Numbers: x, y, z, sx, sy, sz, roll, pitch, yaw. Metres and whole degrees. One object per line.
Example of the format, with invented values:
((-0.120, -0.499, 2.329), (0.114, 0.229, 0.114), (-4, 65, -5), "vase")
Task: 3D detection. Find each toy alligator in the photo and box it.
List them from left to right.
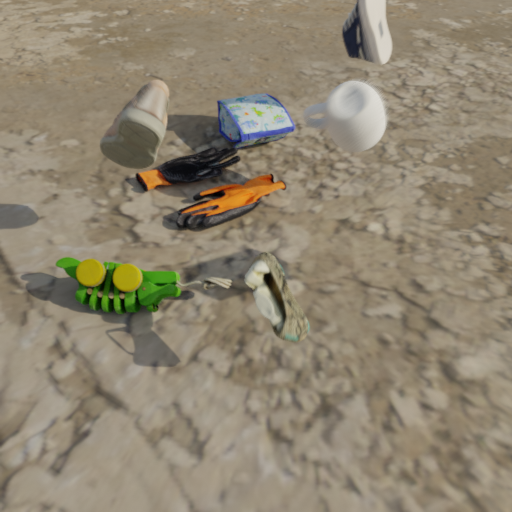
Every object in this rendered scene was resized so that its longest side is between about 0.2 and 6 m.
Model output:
((-2.016, 0.620, 9.634), (3.132, 0.929, 0.850), (8, 82, 8), "toy alligator")

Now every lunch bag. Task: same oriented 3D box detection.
((-0.025, -3.340, 14.083), (1.467, 1.099, 1.725), (-16, 33, -18), "lunch bag")

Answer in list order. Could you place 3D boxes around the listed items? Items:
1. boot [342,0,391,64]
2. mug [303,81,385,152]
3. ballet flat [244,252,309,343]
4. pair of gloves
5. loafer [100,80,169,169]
((2.236, -5.114, 12.089), (0.976, 2.160, 0.786), (22, 64, 34), "boot")
((1.663, -2.697, 10.692), (1.516, 1.329, 1.120), (-2, 83, 15), "mug")
((0.183, 0.498, 7.838), (0.623, 0.562, 1.656), (13, 36, -39), "ballet flat")
((-1.057, -1.590, 12.588), (2.582, 0.358, 2.899), (-24, 43, -24), "pair of gloves")
((-1.911, -2.081, 9.194), (0.931, 2.589, 0.814), (25, 77, -20), "loafer")
